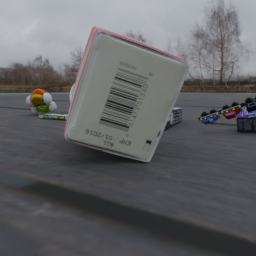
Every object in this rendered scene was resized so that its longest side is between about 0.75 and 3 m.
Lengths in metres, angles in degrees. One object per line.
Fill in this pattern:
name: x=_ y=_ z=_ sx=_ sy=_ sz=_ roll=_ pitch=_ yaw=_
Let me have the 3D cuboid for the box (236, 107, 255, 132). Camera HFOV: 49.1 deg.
box: x=3.473 y=-0.240 z=7.674 sx=0.900 sy=0.469 sz=0.666 roll=-2 pitch=28 yaw=25

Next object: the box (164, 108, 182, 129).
box: x=0.640 y=-0.405 z=9.202 sx=1.854 sy=0.512 sz=2.314 roll=4 pitch=9 yaw=23

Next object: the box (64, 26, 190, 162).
box: x=-0.216 y=-0.869 z=5.480 sx=1.525 sy=1.790 sz=2.800 roll=16 pitch=17 yaw=-14

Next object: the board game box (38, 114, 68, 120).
board game box: x=-2.709 y=-0.447 z=10.802 sx=1.349 sy=0.158 sz=0.707 roll=5 pitch=5 yaw=30

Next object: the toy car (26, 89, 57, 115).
toy car: x=-3.709 y=-1.187 z=12.119 sx=1.057 sy=0.905 sz=1.207 roll=-8 pitch=-37 yaw=6

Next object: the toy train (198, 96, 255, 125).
toy train: x=2.659 y=-0.420 z=7.248 sx=1.710 sy=0.392 sz=0.292 roll=-19 pitch=-33 yaw=26

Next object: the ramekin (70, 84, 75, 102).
ramekin: x=-1.785 y=-1.396 z=12.228 sx=1.555 sy=1.555 sz=0.758 roll=-2 pitch=12 yaw=-15
